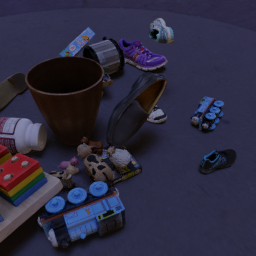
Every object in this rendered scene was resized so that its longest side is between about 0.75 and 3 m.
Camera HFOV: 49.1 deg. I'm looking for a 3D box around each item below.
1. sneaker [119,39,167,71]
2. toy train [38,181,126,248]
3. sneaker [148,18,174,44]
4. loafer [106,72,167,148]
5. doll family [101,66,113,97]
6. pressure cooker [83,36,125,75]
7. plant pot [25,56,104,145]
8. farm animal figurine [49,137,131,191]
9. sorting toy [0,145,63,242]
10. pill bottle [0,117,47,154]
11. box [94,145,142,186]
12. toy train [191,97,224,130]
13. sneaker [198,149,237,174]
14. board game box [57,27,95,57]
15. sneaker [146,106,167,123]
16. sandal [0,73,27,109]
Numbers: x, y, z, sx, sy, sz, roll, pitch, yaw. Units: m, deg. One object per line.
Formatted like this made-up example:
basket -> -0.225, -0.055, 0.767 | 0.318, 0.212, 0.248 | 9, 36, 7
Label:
sneaker -> 0.588, -3.624, 13.613 | 2.780, 1.160, 1.121 | 23, 46, 24
toy train -> -1.126, 2.178, 7.045 | 2.151, 0.932, 1.229 | -17, 41, -18
sneaker -> 1.110, -3.773, 10.830 | 0.766, 0.688, 1.774 | -11, 36, -14
loafer -> 0.237, -0.544, 8.367 | 2.641, 0.961, 0.955 | -61, 25, -5
doll family -> -2.019, -1.797, 11.570 | 2.797, 1.097, 1.617 | -20, 55, -21
pressure cooker -> -0.989, -3.196, 12.832 | 1.750, 1.539, 1.563 | -26, 50, -22
plant pot -> -1.907, -0.710, 9.228 | 2.317, 2.479, 2.317 | 1, 40, -1
farm animal figurine -> -1.195, 1.041, 8.002 | 1.968, 1.037, 1.989 | 23, 57, 30
sorting toy -> -3.679, 1.627, 7.074 | 2.836, 0.987, 2.819 | 13, 40, 39
pill bottle -> -3.808, 0.247, 9.136 | 2.067, 1.168, 1.168 | 4, 41, 3
box -> -0.353, 1.071, 8.838 | 1.086, 0.300, 1.356 | -20, 45, -21
toy train -> 2.966, -0.539, 10.460 | 0.908, 0.689, 1.590 | 16, 45, 31
sneaker -> 2.877, 0.952, 8.760 | 1.439, 0.590, 0.527 | -21, 45, -23
board game box -> -2.738, -3.141, 12.512 | 0.515, 2.129, 2.815 | 43, 41, -15
sneaker -> 0.709, -0.862, 10.704 | 1.819, 0.797, 0.688 | 32, 48, 29
sandal -> -5.381, -1.347, 11.401 | 0.977, 1.089, 2.970 | -14, 23, 34
